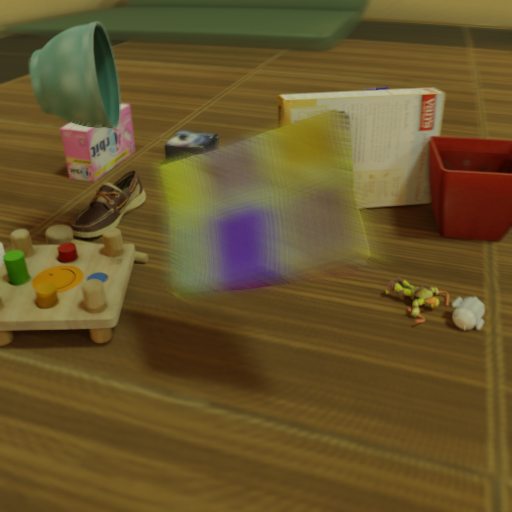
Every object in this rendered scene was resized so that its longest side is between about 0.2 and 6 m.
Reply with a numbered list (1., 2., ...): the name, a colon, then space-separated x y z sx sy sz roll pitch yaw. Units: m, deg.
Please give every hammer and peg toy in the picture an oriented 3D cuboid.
1. hammer and peg toy: -3.059 0.177 9.212 2.202 1.056 2.994 -1 32 -1

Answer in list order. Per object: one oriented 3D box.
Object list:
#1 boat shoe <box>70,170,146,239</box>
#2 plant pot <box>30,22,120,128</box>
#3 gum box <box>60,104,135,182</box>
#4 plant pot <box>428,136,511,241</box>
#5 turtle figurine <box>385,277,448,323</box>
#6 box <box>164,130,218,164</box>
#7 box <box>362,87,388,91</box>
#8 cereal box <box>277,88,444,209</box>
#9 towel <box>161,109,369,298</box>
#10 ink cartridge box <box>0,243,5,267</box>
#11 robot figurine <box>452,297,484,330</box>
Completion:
1. boat shoe: -3.053 -1.127 11.506 0.803 0.801 2.226 15 35 22
2. plant pot: -2.983 -2.892 9.183 1.115 1.665 1.665 -6 33 -1
3. gum box: -3.813 -2.867 13.820 0.730 1.253 2.207 9 34 14
4. plant pot: 4.294 -1.276 11.025 1.769 1.559 1.767 4 33 6
5. turtle figurine: 2.591 0.653 9.121 0.896 0.358 1.111 25 40 33
6. box: -1.600 -2.652 14.064 1.063 0.655 1.054 8 35 13
7. box: 2.738 -3.483 12.846 0.590 0.642 0.337 -5 -1 7
8. cereal box: 2.102 -2.175 11.662 3.340 2.403 0.660 -4 27 -9
9. towel: -0.006 -0.560 6.590 2.609 1.874 0.297 -11 -13 27
10. ink cartridge box: -4.828 0.142 9.547 1.175 0.755 0.736 17 37 27
11. robot figurine: 3.303 0.900 8.722 0.555 0.370 0.654 44 48 15
